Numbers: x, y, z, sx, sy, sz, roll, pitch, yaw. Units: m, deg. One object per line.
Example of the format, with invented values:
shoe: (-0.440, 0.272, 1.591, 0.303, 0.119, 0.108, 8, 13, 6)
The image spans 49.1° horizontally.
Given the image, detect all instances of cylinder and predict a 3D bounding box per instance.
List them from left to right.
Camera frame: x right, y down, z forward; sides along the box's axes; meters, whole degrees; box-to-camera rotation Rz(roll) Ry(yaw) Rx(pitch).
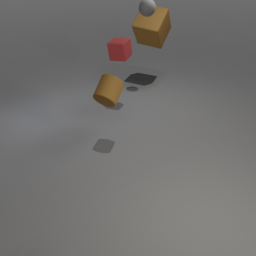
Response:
cylinder: (-0.556, -1.060, 7.982, 0.700, 0.700, 0.700, 14, 71, 23)

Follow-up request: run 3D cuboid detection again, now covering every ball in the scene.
ball: (0.795, -4.952, 11.527, 0.700, 0.700, 0.700, 0, 29, 0)

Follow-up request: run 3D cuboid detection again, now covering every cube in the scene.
cube: (-0.311, -3.052, 10.843, 0.700, 0.700, 0.700, 10, 40, 23)
cube: (1.209, -5.083, 14.043, 1.400, 1.400, 1.400, 20, 77, 20)
